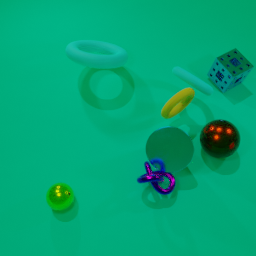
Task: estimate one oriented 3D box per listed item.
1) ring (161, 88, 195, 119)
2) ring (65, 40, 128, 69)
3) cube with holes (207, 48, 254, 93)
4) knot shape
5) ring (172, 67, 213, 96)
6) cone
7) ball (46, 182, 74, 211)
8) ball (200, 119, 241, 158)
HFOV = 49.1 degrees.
[{"bbox_3d":[1.463,-0.708,8.185,1.195,1.195,0.239,-32,71,-19],"label":"ring"},{"bbox_3d":[-1.002,-2.428,9.142,2.041,0.408,2.041,7,30,-4],"label":"ring"},{"bbox_3d":[3.398,-1.913,9.376,0.889,0.889,0.889,-28,69,-18],"label":"cube with holes"},{"bbox_3d":[0.665,1.307,7.319,1.065,0.997,0.492,35,107,32],"label":"knot shape"},{"bbox_3d":[1.948,-1.413,8.446,1.403,1.403,0.281,38,104,21],"label":"ring"},{"bbox_3d":[1.178,0.425,7.821,1.251,1.251,1.255,12,15,8],"label":"cone"},{"bbox_3d":[-1.752,1.765,7.227,0.710,0.710,0.710,0,58,0],"label":"ball"},{"bbox_3d":[2.589,0.302,7.916,1.100,1.100,1.100,0,58,0],"label":"ball"}]
